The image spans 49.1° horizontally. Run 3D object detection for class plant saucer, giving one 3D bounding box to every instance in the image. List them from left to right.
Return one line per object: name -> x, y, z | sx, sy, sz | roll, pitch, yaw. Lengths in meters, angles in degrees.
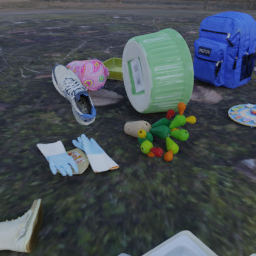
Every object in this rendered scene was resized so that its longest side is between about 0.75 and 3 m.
plant saucer -> -0.217, -2.777, 13.458 | 2.227, 0.534, 2.230 | 11, 30, 20

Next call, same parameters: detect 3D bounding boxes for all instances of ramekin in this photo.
ramekin -> 0.805, -1.734, 8.998 | 1.304, 2.670, 2.670 | -12, 30, -19

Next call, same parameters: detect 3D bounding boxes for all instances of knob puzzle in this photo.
knob puzzle -> -1.388, 0.896, 6.919 | 1.096, 0.152, 1.096 | 0, 27, 0

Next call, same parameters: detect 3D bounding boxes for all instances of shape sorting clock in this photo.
shape sorting clock -> 4.163, -0.459, 9.318 | 1.562, 0.306, 1.562 | 0, 28, 0

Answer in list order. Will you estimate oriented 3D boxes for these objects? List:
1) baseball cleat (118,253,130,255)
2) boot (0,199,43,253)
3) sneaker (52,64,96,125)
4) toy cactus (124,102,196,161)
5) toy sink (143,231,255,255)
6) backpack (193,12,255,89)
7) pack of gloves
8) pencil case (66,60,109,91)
baseball cleat -> -0.125, 2.321, 3.903 | 0.694, 0.455, 1.305 | 12, 31, 21
boot -> -2.045, 1.736, 5.073 | 0.874, 0.407, 1.130 | -2, 29, -2
sneaker -> -1.173, -0.825, 6.434 | 0.601, 1.560, 0.665 | -35, 6, -21
toy cactus -> 0.729, 0.030, 7.789 | 1.908, 1.183, 2.313 | 7, 36, 33
toy sink -> 0.560, 1.970, 3.111 | 1.180, 1.811, 1.014 | -19, 34, -31
backpack -> 4.110, -3.360, 11.986 | 2.456, 2.927, 2.378 | -23, 36, -37
pack of gloves -> -1.311, 0.562, 7.051 | 1.544, 0.363, 1.838 | -6, 24, -29
pencil case -> -1.653, -2.040, 10.736 | 1.151, 1.151, 2.633 | -13, 15, -24
